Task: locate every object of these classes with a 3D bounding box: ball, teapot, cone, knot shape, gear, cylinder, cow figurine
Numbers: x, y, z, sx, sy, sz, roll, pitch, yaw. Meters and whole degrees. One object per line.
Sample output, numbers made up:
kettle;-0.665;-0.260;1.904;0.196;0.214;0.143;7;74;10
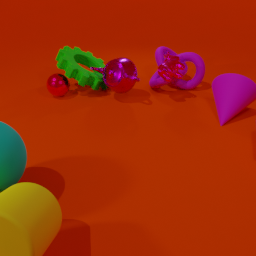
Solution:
ball;-2.496;0.532;4.857;1.399;1.399;1.399;0;33;0
ball;-2.185;-1.349;8.776;0.723;0.723;0.723;0;33;0
teapot;-0.349;-1.611;8.421;1.757;1.092;0.860;21;12;34
cone;2.750;-0.574;7.693;1.293;1.293;1.298;17;63;24
knot shape;1.441;-1.876;9.293;1.734;0.856;1.853;-39;60;-16
gear;-1.392;-1.993;9.256;1.926;0.356;1.926;25;31;-16
cylinder;-1.556;1.391;3.787;1.038;1.038;1.038;3;8;5
cow figurine;1.234;-1.868;8.513;1.080;0.593;1.063;-21;45;-31
